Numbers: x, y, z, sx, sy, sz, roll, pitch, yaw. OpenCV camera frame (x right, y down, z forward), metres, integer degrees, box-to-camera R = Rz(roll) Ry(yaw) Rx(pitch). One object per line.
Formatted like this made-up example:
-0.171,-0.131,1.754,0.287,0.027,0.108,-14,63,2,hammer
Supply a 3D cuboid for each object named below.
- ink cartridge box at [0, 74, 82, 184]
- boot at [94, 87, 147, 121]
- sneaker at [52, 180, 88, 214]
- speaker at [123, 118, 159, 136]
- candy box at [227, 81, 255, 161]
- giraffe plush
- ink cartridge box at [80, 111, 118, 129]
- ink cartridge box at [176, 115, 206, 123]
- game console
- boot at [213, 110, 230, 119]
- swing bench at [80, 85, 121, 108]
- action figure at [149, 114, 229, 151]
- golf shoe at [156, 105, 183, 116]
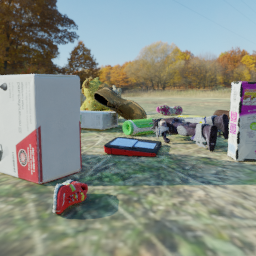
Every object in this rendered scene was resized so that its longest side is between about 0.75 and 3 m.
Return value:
-2.074,-0.106,5.257,2.393,1.727,1.002,6,10,35,ink cartridge box
-0.342,-0.759,10.426,2.227,0.820,0.840,32,26,19,boot
-0.718,0.855,3.597,0.352,0.319,0.829,6,9,8,sneaker
0.436,-0.042,9.249,1.212,0.536,0.536,-6,10,-38,speaker
2.755,-0.146,5.892,1.117,1.639,0.500,1,7,-2,candy box
-1.435,-1.399,13.009,2.294,1.860,1.979,1,16,-13,giraffe plush
-1.784,-0.351,10.908,2.509,0.632,1.367,3,5,22,ink cartridge box
2.837,-0.304,11.721,1.633,0.384,1.614,0,7,17,ink cartridge box
0.153,0.434,6.912,1.263,0.222,1.428,1,9,12,game console
5.073,-0.478,11.599,2.427,0.836,2.604,-6,7,-42,boot
-1.896,-1.706,17.279,2.627,1.714,2.642,-1,13,-10,swing bench
1.587,0.053,7.814,1.535,0.819,2.360,-13,10,-32,action figure
2.317,-0.971,16.123,1.593,0.600,0.729,3,-5,-16,golf shoe
